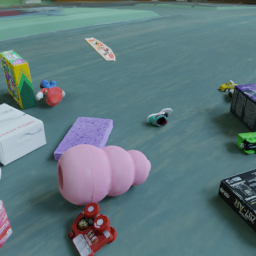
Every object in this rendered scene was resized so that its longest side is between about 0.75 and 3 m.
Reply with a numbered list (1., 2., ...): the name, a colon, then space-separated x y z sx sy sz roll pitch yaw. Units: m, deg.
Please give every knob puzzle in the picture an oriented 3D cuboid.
1. knob puzzle: -0.974 -3.204 11.265 1.509 0.209 1.509 33 27 -20

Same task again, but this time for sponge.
1. sponge: -1.399 0.359 9.426 1.342 0.359 2.405 5 31 8

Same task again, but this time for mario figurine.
1. mario figurine: -3.380 -1.442 12.232 1.141 0.980 1.849 -30 36 -6

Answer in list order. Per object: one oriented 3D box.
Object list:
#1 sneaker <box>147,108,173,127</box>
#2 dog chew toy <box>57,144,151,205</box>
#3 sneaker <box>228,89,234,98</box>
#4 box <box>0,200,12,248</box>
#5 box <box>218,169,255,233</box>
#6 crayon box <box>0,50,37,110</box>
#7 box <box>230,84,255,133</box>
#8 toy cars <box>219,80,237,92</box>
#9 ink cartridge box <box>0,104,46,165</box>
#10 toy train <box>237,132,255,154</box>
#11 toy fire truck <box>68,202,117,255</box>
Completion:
1. sneaker: 1.357 -0.391 10.556 1.123 0.470 0.678 -23 32 -20
2. dog chew toy: -0.534 1.104 7.180 2.411 1.501 1.501 -5 30 -25
3. sneaker: 4.690 -1.466 12.542 0.426 0.398 1.076 0 23 18
4. box: -3.326 2.358 5.382 0.973 1.016 2.038 8 32 14
5. box: 3.817 1.730 6.929 2.385 0.519 1.911 -13 33 -20
6. crayon box: -4.742 -2.120 12.049 0.654 1.937 2.245 -19 36 -29
7. box: 5.126 -0.700 10.381 1.681 1.185 2.272 -6 31 -9
8. toy cars: 5.311 -1.855 13.087 1.970 0.436 0.883 22 37 32
9. ink cartridge box: -4.046 0.139 9.222 2.215 0.923 1.609 22 37 32
10. toy train: 4.920 0.387 9.193 2.755 0.575 0.777 -4 25 -7
11. toy fire truck: -0.837 2.232 6.113 0.906 0.605 1.079 -34 41 -17
